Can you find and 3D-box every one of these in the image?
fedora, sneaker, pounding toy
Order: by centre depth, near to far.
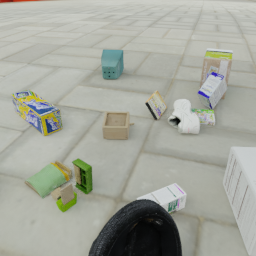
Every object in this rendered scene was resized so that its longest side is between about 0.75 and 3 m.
[{"bbox_3d":[-0.052,2.771,5.768,2.637,2.637,1.204,-32,10,-40],"label":"fedora"},{"bbox_3d":[-0.351,-0.110,11.205,1.150,0.888,1.250,2,42,4],"label":"pounding toy"},{"bbox_3d":[2.160,-0.542,11.734,1.113,0.873,2.240,-6,32,-6],"label":"sneaker"}]

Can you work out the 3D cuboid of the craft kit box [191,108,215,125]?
[{"bbox_3d":[3.242,-0.496,12.246,1.021,0.251,1.034,7,33,7],"label":"craft kit box"}]

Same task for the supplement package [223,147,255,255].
[{"bbox_3d":[3.638,1.805,7.320,1.495,1.500,2.557,1,32,2],"label":"supplement package"}]

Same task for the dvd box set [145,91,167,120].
[{"bbox_3d":[1.266,-1.022,12.499,0.187,0.929,1.270,-22,18,36],"label":"dvd box set"}]

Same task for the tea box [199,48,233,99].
[{"bbox_3d":[4.445,-2.790,14.232,1.332,1.994,1.962,10,33,16],"label":"tea box"}]

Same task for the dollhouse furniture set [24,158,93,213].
[{"bbox_3d":[-2.165,1.425,8.442,1.930,0.968,1.264,24,39,34],"label":"dollhouse furniture set"}]

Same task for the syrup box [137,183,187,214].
[{"bbox_3d":[0.933,2.087,7.793,1.343,0.529,0.547,-15,35,-23],"label":"syrup box"}]

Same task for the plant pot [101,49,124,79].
[{"bbox_3d":[-0.983,-3.663,16.437,1.254,1.254,1.775,3,38,5],"label":"plant pot"}]

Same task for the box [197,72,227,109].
[{"bbox_3d":[3.859,-1.703,12.793,0.657,1.152,1.253,33,86,33],"label":"box"}]

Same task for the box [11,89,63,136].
[{"bbox_3d":[-3.901,-0.722,11.885,0.887,0.967,2.760,-26,40,-35],"label":"box"}]
